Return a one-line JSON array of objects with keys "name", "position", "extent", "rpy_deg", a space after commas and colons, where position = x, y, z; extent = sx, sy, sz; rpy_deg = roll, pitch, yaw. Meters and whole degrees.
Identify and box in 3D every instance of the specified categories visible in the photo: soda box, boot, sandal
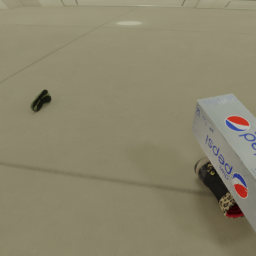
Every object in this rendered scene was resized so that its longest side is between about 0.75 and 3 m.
[{"name": "soda box", "position": [1.767, 0.452, 4.204], "extent": [0.708, 0.762, 2.233], "rpy_deg": [-12, 44, -10]}, {"name": "boot", "position": [2.111, 0.795, 4.893], "extent": [1.639, 0.600, 1.234], "rpy_deg": [-22, 32, 4]}, {"name": "sandal", "position": [-2.598, -0.817, 8.207], "extent": [0.295, 0.410, 1.033], "rpy_deg": [-10, 26, 25]}]
